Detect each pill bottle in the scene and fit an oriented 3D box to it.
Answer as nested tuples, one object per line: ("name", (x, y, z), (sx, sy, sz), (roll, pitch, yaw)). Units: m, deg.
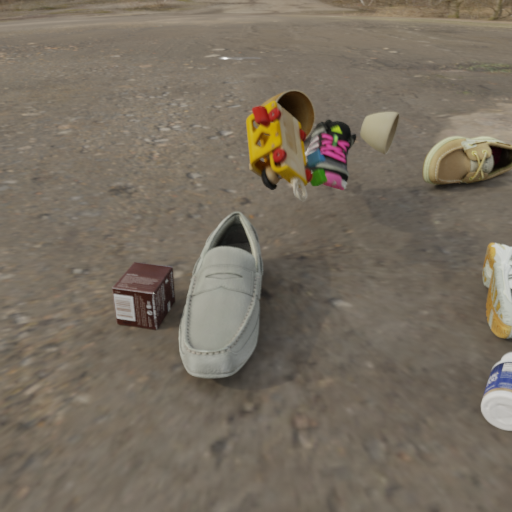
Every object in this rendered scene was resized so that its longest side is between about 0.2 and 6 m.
("pill bottle", (3.069, 1.588, 6.732), (0.537, 0.537, 0.968), (16, 33, 26))

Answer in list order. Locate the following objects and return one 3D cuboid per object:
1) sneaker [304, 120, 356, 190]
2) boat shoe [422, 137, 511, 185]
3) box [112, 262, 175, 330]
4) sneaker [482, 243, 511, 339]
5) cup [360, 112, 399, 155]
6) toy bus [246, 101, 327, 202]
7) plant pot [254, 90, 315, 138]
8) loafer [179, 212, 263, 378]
("sneaker", (1.422, -2.048, 10.845), (0.919, 1.090, 2.492), (19, 23, -3))
("boat shoe", (5.077, -2.239, 13.051), (2.919, 1.080, 0.969), (-20, 29, -32))
("box", (-1.668, 0.589, 8.399), (0.656, 0.663, 0.799), (6, 30, 11))
("sneaker", (4.027, 0.456, 8.440), (1.001, 0.864, 2.284), (10, 31, 16))
("cup", (1.844, -1.901, 8.464), (0.452, 0.631, 0.631), (20, 34, 17))
("toy bus", (0.287, -1.521, 8.567), (0.818, 1.493, 1.583), (-24, 10, 32))
("plant pot", (0.658, -3.954, 16.051), (1.451, 1.451, 1.557), (-17, 19, -27))
("loafer", (-0.487, 0.434, 8.134), (1.165, 1.163, 3.332), (-1, 29, 3))
